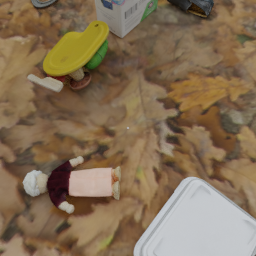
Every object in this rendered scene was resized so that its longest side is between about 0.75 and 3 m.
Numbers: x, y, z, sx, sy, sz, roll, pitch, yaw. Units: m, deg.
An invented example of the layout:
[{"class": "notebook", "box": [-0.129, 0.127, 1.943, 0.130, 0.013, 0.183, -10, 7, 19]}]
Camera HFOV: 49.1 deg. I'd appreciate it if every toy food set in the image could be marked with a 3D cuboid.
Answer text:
[{"class": "toy food set", "box": [-1.435, -1.841, 7.915, 1.619, 0.899, 2.752, 15, 61, 34]}]

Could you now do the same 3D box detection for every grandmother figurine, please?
[{"class": "grandmother figurine", "box": [-1.321, 1.309, 6.474, 2.251, 0.682, 1.365, 1, 43, 4]}]

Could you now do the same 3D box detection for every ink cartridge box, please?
[{"class": "ink cartridge box", "box": [-0.010, -4.256, 8.028, 1.120, 2.560, 1.860, 39, 70, 17]}]

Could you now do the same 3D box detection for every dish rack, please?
[{"class": "dish rack", "box": [1.572, 2.348, 5.800, 2.126, 0.539, 2.477, 38, 63, 13]}]

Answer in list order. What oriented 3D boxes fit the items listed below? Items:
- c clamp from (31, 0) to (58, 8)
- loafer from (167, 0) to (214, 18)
[{"class": "c clamp", "box": [-2.780, -4.698, 9.558, 1.260, 0.200, 1.475, -16, 65, -8]}, {"class": "loafer", "box": [1.959, -4.026, 9.054, 1.563, 0.569, 0.565, 17, 70, 9]}]
